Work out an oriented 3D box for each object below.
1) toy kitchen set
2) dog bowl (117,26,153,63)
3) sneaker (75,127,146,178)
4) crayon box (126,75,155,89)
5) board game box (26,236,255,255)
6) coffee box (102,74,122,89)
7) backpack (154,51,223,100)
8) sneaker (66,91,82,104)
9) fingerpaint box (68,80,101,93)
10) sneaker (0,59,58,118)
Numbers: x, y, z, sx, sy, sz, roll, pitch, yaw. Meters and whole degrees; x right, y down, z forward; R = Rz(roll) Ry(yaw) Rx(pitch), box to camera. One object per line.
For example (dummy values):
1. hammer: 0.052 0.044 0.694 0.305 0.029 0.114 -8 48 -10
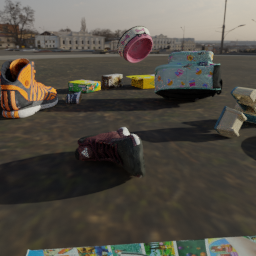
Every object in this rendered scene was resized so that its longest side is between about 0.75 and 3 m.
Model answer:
1. toy kitchen set: 2.732 -0.210 6.993 0.911 1.239 1.547 21 -10 48
2. dog bowl: 0.306 -2.971 10.186 1.377 1.377 0.508 -13 57 -35
3. sneaker: -0.358 0.454 4.714 1.049 0.687 1.816 -8 8 -10
4. crayon box: 1.000 -2.208 13.261 1.956 0.497 1.241 -7 19 -23
5. board game box: 0.420 1.395 1.461 2.196 0.706 1.620 -2 17 -5
6. coffee box: -0.731 -2.177 13.036 0.411 0.582 1.030 13 23 36
7. backpack: 1.982 -1.796 9.841 2.197 1.684 1.931 -7 2 4
8. sneaker: -1.945 -1.109 10.050 0.515 0.333 0.949 1 20 -3
9. fingerpaint box: -1.893 -1.820 12.195 1.086 0.398 0.906 12 22 31
10. sneaker: -3.011 -1.395 8.843 1.098 1.585 2.830 2 17 5
